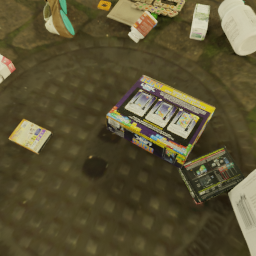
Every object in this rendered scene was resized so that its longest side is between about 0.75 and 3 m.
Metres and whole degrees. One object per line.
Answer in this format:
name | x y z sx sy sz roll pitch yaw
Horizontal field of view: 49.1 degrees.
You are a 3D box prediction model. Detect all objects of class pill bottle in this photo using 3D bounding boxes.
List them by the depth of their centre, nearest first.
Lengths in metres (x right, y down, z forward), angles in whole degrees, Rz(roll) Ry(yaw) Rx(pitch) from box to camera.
pill bottle | 4.260 -3.921 10.639 1.195 1.195 2.091 -12 64 -6
pill bottle | 0.536 -3.837 10.696 1.097 0.615 0.615 -46 68 16

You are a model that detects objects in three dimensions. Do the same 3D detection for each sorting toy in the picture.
sorting toy | 0.014 -4.665 11.511 2.577 0.351 1.451 24 59 9

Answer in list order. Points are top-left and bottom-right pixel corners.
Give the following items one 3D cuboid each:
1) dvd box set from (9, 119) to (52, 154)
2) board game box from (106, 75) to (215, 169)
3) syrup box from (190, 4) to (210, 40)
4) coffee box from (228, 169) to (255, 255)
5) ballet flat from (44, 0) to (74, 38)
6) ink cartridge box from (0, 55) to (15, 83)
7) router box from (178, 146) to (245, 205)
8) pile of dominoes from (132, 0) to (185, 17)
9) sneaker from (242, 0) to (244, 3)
dvd box set | -3.150 0.266 9.072 1.116 0.164 0.817 24 65 11
board game box | 1.014 -0.306 8.784 2.670 0.757 2.207 29 55 18
syrup box | 2.863 -4.216 11.136 0.562 0.581 1.428 11 63 6
coffee box | 4.607 2.226 6.498 2.885 2.913 2.918 -11 63 -6
ballet flat | -2.858 -4.426 11.157 0.999 0.936 2.761 -24 63 11
ink cartridge box | -4.822 -2.078 10.097 0.835 0.486 1.146 31 69 15
router box | 2.449 1.386 8.285 1.591 0.494 1.192 -21 65 -9
pile of dominoes | 1.282 -5.292 11.656 2.002 0.319 1.560 17 52 8
sneaker | 4.668 -5.353 11.884 0.470 0.457 1.180 13 67 -15
